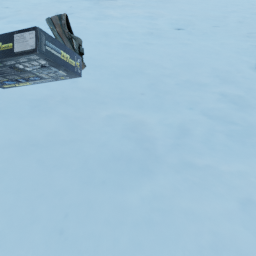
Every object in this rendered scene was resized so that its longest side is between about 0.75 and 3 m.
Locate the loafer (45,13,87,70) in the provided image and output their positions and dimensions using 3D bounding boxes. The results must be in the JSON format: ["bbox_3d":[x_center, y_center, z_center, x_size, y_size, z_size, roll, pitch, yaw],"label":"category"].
[{"bbox_3d":[-1.786,-2.743,8.606,0.753,0.860,2.393,-31,65,-4],"label":"loafer"}]

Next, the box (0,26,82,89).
[{"bbox_3d":[-2.272,-1.336,5.780,2.143,0.547,1.690,-5,-7,17],"label":"box"}]
